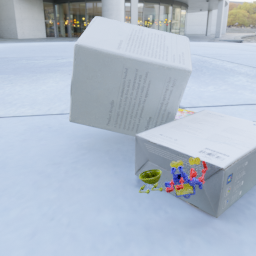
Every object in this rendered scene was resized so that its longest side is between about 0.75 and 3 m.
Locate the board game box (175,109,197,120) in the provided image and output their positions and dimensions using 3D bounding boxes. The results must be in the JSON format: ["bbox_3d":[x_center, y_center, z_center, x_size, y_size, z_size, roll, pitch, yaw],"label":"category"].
[{"bbox_3d":[1.586,-0.372,9.306,1.622,0.278,1.090,14,25,32],"label":"board game box"}]

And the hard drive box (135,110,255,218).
[{"bbox_3d":[1.741,0.510,5.982,2.588,0.994,2.017,-18,28,-39],"label":"hard drive box"}]

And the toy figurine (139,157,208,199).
[{"bbox_3d":[0.785,0.969,4.477,1.110,0.665,0.586,-16,33,19],"label":"toy figurine"}]

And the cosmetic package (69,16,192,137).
[{"bbox_3d":[0.052,-1.354,7.676,2.761,2.275,2.278,14,38,0],"label":"cosmetic package"}]
